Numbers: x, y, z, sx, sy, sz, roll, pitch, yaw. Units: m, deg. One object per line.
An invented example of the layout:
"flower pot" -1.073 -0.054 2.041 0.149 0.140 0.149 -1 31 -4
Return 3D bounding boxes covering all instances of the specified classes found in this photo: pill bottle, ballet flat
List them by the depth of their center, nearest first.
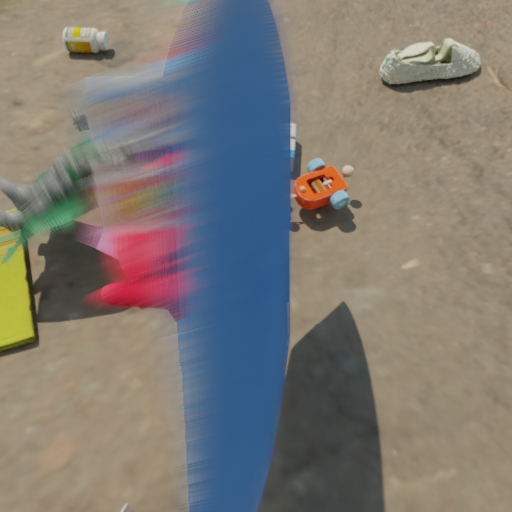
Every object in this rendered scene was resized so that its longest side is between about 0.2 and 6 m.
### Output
"ballet flat" 3.658 -4.019 11.451 2.304 0.827 0.827 -14 54 -11
"pill bottle" -3.656 -4.649 12.085 0.889 0.501 0.501 3 52 3

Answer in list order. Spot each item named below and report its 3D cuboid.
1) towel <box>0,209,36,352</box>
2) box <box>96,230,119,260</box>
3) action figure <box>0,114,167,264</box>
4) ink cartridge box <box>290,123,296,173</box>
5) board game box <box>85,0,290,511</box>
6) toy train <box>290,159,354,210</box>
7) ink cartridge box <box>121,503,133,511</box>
"towel" -3.973 0.370 8.415 1.087 0.228 2.525 -19 55 -8
"box" -1.149 -0.058 5.819 0.739 0.650 0.357 20 89 41
"action figure" -2.183 -1.361 7.787 3.375 0.923 1.993 -26 42 15
"ink cartridge box" 0.360 -1.954 10.064 0.674 0.393 0.933 4 53 4
"board game box" -0.476 0.111 5.488 1.016 5.219 4.123 3 16 12
"toy train" 0.298 -1.511 9.497 1.965 0.728 2.616 -27 65 -17
"ink cartridge box" -1.470 3.302 5.806 0.404 0.702 1.211 22 55 16
